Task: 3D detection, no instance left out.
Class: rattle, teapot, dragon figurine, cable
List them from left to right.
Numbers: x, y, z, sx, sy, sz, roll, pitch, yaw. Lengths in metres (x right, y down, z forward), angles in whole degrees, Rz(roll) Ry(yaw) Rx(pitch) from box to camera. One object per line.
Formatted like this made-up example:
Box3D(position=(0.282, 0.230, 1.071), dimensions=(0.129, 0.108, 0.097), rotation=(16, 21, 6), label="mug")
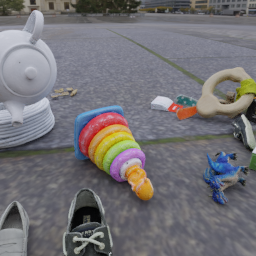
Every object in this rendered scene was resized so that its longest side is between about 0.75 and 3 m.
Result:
Box3D(position=(-3.801, -0.383, 8.724), dimensions=(2.849, 0.986, 2.849), rotation=(-17, 30, -31), label="cable")
Box3D(position=(-2.430, -1.378, 6.484), dimensions=(1.918, 1.943, 1.419), rotation=(-38, 31, -22), label="teapot")
Box3D(position=(3.174, -0.834, 10.096), dimensions=(2.716, 1.768, 1.940), rotation=(-34, -16, 12), label="rattle")
Box3D(position=(2.058, 0.931, 6.412), dimensions=(0.980, 0.580, 1.970), rotation=(-1, 26, -3), label="dragon figurine")

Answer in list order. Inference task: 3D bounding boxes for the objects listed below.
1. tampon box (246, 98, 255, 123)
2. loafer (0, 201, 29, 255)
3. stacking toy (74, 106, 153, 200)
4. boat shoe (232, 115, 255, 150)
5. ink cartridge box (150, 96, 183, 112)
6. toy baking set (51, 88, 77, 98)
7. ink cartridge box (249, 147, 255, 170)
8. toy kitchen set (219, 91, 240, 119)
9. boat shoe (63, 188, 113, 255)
Box3D(position=(4.650, -0.616, 9.550), dimensions=(0.958, 0.718, 0.605), rotation=(-10, 27, -20), label="tampon box")
Box3D(position=(-1.889, 1.860, 4.401), dimensions=(0.599, 0.598, 1.713), rotation=(-6, 26, -13), label="loafer")
Box3D(position=(-0.157, 0.681, 6.412), dimensions=(1.377, 1.457, 2.510), rotation=(-15, 40, -28), label="stacking toy")
Box3D(position=(3.403, 0.182, 8.281), dimensions=(0.517, 0.550, 1.531), rotation=(-30, 21, 26), label="boat shoe")
Box3D(position=(1.517, -0.917, 10.756), dimensions=(1.095, 0.312, 0.890), rotation=(6, 25, 23), label="ink cartridge box")
Box3D(position=(-2.771, -1.487, 12.125), dimensions=(1.020, 0.155, 1.329), rotation=(-1, 25, 4), label="toy baking set")
Box3D(position=(3.774, 0.623, 7.183), dimensions=(0.840, 0.480, 1.617), rotation=(17, 30, 32), label="ink cartridge box")
Box3D(position=(3.579, -0.873, 10.131), dimensions=(0.850, 0.694, 0.767), rotation=(22, 33, 38), label="toy kitchen set")
Box3D(position=(-0.649, 1.832, 4.293), dimensions=(0.820, 0.739, 2.320), rotation=(-5, 26, -11), label="boat shoe")
